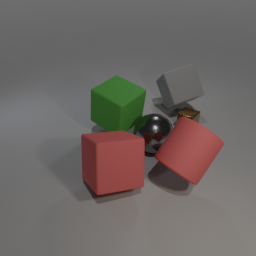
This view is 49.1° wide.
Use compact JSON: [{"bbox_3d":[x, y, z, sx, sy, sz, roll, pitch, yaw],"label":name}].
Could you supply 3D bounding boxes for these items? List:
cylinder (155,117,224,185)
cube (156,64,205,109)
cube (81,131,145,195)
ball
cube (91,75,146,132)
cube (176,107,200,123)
[{"bbox_3d":[1.689,0.627,7.805,1.400,1.400,1.400,34,0,0],"label":"cylinder"},{"bbox_3d":[2.227,-1.768,12.164,1.400,1.400,1.400,-20,-1,-8],"label":"cube"},{"bbox_3d":[-0.459,0.912,7.975,1.400,1.400,1.400,-5,11,-25],"label":"cube"},{"bbox_3d":[0.885,0.189,9.746,1.400,1.400,1.400,0,31,0],"label":"ball"},{"bbox_3d":[-0.367,-0.807,10.036,1.400,1.400,1.400,30,46,24],"label":"cube"},{"bbox_3d":[2.419,-0.327,11.290,0.700,0.700,0.700,20,36,30],"label":"cube"}]
